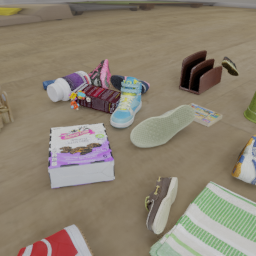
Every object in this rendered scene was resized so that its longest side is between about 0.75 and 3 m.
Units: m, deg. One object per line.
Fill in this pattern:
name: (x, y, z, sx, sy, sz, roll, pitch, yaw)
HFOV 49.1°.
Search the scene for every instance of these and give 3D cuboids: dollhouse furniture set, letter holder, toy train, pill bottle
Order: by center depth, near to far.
dollhouse furniture set: (-5.456, -0.694, 10.564, 1.708, 1.463, 1.796, 27, 40, 37)
toy train: (-1.967, -1.069, 10.927, 0.954, 0.265, 0.717, -33, 88, -44)
pill bottle: (-2.721, -1.888, 12.931, 1.062, 1.062, 1.906, 23, 38, 33)
letter holder: (3.736, -2.883, 14.035, 1.153, 1.629, 2.292, 25, 39, 35)

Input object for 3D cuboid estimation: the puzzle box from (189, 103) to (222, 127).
puzzle box: (2.967, -0.569, 11.591, 1.015, 0.194, 1.525, -27, 40, -36)

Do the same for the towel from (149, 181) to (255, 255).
towel: (2.172, 2.492, 6.385, 2.234, 0.343, 2.929, 24, 38, 32)

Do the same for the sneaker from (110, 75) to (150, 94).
sneaker: (0.110, -2.176, 13.860, 2.051, 0.719, 0.841, 24, 32, 25)

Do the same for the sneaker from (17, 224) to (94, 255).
sneaker: (-1.166, 2.968, 4.962, 1.555, 0.985, 2.764, -13, 26, -27)

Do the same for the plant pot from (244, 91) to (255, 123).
plant pot: (5.563, -1.058, 11.242, 1.473, 1.399, 1.473, 0, 30, 0)

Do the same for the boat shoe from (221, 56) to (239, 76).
boat shoe: (3.405, -2.021, 9.205, 0.343, 0.304, 0.938, 7, -16, 46)

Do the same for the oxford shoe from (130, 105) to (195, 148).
oxford shoe: (1.250, -0.026, 10.196, 2.775, 1.043, 0.801, -27, 0, -25)

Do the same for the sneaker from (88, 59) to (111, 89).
sneaker: (-1.591, -2.841, 14.745, 1.275, 1.056, 2.674, -9, 29, 7)

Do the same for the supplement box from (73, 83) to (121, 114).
supplement box: (-1.274, -1.299, 12.201, 1.999, 0.609, 1.088, 16, 34, 13)

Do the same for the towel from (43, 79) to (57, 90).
towel: (-3.631, -2.229, 14.226, 1.321, 0.321, 0.738, -12, 33, -17)

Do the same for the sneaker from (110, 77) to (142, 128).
sneaker: (-0.087, -1.139, 11.205, 0.957, 1.571, 2.407, 9, 33, 13)

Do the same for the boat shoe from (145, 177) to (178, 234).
boat shoe: (0.771, 1.851, 7.009, 0.585, 0.706, 1.964, 6, 26, 21)

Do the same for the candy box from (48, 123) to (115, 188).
candy box: (-1.504, 0.766, 8.797, 1.840, 0.785, 2.194, -6, 32, -10)

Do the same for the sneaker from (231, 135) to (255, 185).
sneaker: (3.891, 1.019, 8.599, 0.916, 0.782, 2.077, 28, 45, 18)
